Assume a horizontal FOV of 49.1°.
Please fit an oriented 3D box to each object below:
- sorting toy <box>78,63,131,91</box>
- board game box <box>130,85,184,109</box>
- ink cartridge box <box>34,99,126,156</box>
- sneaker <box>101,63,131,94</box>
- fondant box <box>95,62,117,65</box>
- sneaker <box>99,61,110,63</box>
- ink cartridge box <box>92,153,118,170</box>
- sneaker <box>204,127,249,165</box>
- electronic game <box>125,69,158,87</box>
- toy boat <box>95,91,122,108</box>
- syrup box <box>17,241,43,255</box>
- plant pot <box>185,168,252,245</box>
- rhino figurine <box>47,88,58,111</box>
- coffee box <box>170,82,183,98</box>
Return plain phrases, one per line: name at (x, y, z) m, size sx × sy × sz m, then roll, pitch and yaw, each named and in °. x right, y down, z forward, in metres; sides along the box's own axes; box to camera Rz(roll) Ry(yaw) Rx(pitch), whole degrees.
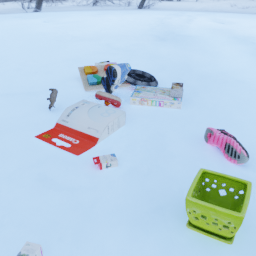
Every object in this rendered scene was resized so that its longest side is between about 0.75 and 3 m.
sorting toy at (-1.430, -3.082, 16.223) m, size 2.601 × 0.513 × 2.810 m, roll -9°, pitch 40°, yaw -15°
board game box at (1.475, -1.563, 13.980) m, size 2.481 × 0.425 × 1.668 m, roll 7°, pitch 30°, yaw 11°
ink cartridge box at (-1.867, -0.157, 11.207) m, size 2.374 × 0.701 × 2.965 m, roll 19°, pitch 33°, yaw 29°
sneaker at (-0.611, -2.386, 13.875) m, size 1.054 × 1.036 × 2.735 m, roll -26°, pitch 0°, yaw -21°
fondant box at (-1.424, -3.919, 18.167) m, size 1.468 × 0.428 × 1.059 m, roll -2°, pitch 30°, yaw -5°
sneaker at (-1.712, -4.344, 19.086) m, size 1.007 × 0.391 × 0.435 m, roll -20°, pitch 20°, yaw -39°
ink cartridge box at (-0.766, 1.133, 9.357) m, size 0.788 × 0.265 × 0.458 m, roll -8°, pitch 30°, yaw -15°
sneaker at (3.677, 0.556, 10.005) m, size 0.987 × 0.818 × 2.070 m, roll -1°, pitch 29°, yaw -24°
electronic game at (0.667, -2.800, 15.930) m, size 2.184 × 0.454 × 2.184 m, roll 12°, pitch 31°, yaw -7°
toy boat at (-0.941, -1.145, 12.845) m, size 1.326 × 0.867 × 0.866 m, roll 14°, pitch 6°, yaw -41°
syrup box at (-2.237, 2.958, 5.983) m, size 0.382 × 0.395 × 0.970 m, roll 8°, pitch 30°, yaw 13°
plant pot at (2.180, 1.963, 6.915) m, size 1.344 × 1.220 × 1.338 m, roll 15°, pitch 33°, yaw 25°
rhino figurine at (-3.496, -1.318, 12.912) m, size 0.489 × 1.118 × 0.334 m, roll -4°, pitch -16°, yaw 39°
coffee box at (2.384, -1.858, 13.638) m, size 0.581 × 0.405 × 1.016 m, roll 7°, pitch 30°, yaw 11°
